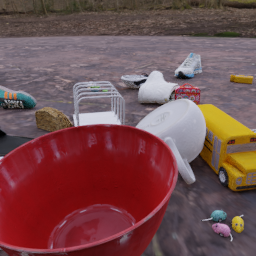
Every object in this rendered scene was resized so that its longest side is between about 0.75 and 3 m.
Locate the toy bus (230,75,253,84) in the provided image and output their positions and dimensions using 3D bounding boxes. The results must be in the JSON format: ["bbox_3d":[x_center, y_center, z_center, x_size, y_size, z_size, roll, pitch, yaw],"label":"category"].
[{"bbox_3d":[5.781,-2.486,14.294,1.081,0.352,0.423,9,25,20],"label":"toy bus"}]

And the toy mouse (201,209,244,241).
[{"bbox_3d":[1.554,1.543,4.622,0.675,0.147,0.760,8,23,19],"label":"toy mouse"}]

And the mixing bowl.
[{"bbox_3d":[-0.567,1.093,3.899,2.523,1.366,2.523,-5,28,3],"label":"mixing bowl"}]

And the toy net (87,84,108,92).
[{"bbox_3d":[-1.504,-1.954,13.037,0.827,0.305,1.577,-9,23,-20],"label":"toy net"}]

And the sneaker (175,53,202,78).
[{"bbox_3d":[3.436,-3.592,15.886,1.065,1.231,2.841,13,27,26],"label":"sneaker"}]

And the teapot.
[{"bbox_3d":[1.056,0.298,6.299,1.797,1.313,1.774,-44,20,-29],"label":"teapot"}]

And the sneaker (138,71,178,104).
[{"bbox_3d":[1.462,-1.613,11.535,1.470,0.937,2.544,9,33,16],"label":"sneaker"}]

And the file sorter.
[{"bbox_3d":[-0.923,-0.588,8.424,1.397,1.254,2.014,-5,22,-12],"label":"file sorter"}]

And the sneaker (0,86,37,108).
[{"bbox_3d":[-4.303,-0.983,10.344,1.857,0.663,0.742,15,53,12],"label":"sneaker"}]

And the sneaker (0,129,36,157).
[{"bbox_3d":[-3.285,0.132,6.263,2.858,1.518,1.069,1,22,1],"label":"sneaker"}]

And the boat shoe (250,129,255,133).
[{"bbox_3d":[2.996,0.390,6.649,0.848,0.754,2.306,-5,23,-12],"label":"boat shoe"}]

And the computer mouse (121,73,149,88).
[{"bbox_3d":[0.545,-2.255,13.556,1.345,0.538,2.452,22,25,34],"label":"computer mouse"}]

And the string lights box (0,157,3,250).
[{"bbox_3d":[-2.295,1.186,4.896,1.035,0.594,2.014,-4,22,-9],"label":"string lights box"}]

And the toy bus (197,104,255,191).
[{"bbox_3d":[2.169,0.330,6.425,0.856,1.030,2.630,-4,22,-9],"label":"toy bus"}]

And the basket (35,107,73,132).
[{"bbox_3d":[-2.262,-0.325,8.531,0.941,0.671,0.701,14,27,30],"label":"basket"}]

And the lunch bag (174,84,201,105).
[{"bbox_3d":[2.241,-1.254,10.583,0.961,0.846,0.394,1,22,3],"label":"lunch bag"}]
